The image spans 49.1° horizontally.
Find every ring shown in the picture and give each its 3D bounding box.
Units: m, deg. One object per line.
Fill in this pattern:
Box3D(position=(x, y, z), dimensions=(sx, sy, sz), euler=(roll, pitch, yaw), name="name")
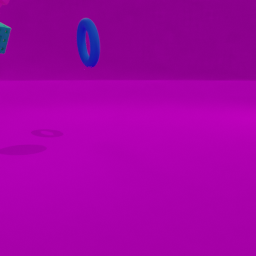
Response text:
Box3D(position=(-1.033, -2.167, 7.191), dimensions=(0.245, 1.224, 1.224), euler=(-13, 15, -26), name="ring")

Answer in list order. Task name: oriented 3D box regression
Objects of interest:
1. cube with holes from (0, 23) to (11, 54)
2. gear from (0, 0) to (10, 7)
Box3D(position=(-4.192, -2.787, 8.345), dimensions=(0.820, 0.820, 0.820), euler=(30, 20, 15), name="cube with holes")
Box3D(position=(-3.861, -3.558, 7.412), dimensions=(1.666, 1.666, 0.308), euler=(4, -14, 19), name="gear")
